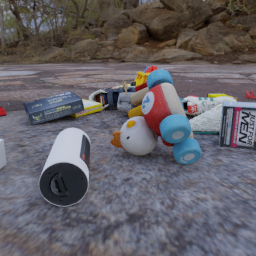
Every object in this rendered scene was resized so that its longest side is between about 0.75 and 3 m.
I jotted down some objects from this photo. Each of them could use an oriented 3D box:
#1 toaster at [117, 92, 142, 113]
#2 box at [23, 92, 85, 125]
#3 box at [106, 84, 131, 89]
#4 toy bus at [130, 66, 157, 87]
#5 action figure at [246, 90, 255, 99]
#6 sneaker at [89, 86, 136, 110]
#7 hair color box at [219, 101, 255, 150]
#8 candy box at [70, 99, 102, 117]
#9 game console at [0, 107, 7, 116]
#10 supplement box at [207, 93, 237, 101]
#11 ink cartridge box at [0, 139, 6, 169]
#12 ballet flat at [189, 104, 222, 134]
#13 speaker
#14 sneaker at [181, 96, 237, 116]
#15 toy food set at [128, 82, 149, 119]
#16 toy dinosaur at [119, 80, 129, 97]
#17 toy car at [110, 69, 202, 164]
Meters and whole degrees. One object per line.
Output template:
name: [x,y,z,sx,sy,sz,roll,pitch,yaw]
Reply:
toaster: [0.295,-0.968,11.270,0.998,0.878,1.545,11,4,40]
box: [-2.902,-0.817,10.853,2.049,0.523,1.615,-18,26,-20]
box: [-0.252,-1.911,15.128,0.980,0.652,2.603,10,18,30]
toy bus: [1.024,-2.267,13.947,1.237,1.750,1.823,20,10,-23]
action figure: [7.403,-1.909,14.305,0.796,1.207,2.439,-15,24,-40]
sneaker: [-0.563,-1.283,12.389,2.520,0.988,1.001,-4,7,29]
hair color box: [3.791,-0.038,7.669,2.379,1.177,0.721,5,17,16]
candy box: [-2.528,-1.002,12.423,1.409,0.364,2.757,-22,26,-39]
game console: [-5.521,-0.550,11.443,0.852,0.506,0.734,-15,53,-41]
supplement box: [3.966,-1.036,11.976,0.703,0.708,1.292,-3,17,-11]
ink cartridge box: [-3.695,0.685,6.086,1.585,0.664,1.150,1,16,3]
ballet flat: [3.366,-0.337,9.174,2.906,1.043,1.043,1,16,5]
speaker: [-1.214,0.689,5.741,0.867,0.867,2.135,-2,16,-6]
sneaker: [2.951,-0.750,10.897,1.169,0.880,2.500,-20,22,-39]
toy food set: [1.131,-1.145,10.385,1.255,1.332,2.790,-20,-1,37]
toy dinosaur: [-0.137,-1.576,10.648,0.387,0.766,0.223,11,-35,-26]
toy car: [0.432,-0.009,6.877,2.073,1.833,1.911,-23,47,12]
